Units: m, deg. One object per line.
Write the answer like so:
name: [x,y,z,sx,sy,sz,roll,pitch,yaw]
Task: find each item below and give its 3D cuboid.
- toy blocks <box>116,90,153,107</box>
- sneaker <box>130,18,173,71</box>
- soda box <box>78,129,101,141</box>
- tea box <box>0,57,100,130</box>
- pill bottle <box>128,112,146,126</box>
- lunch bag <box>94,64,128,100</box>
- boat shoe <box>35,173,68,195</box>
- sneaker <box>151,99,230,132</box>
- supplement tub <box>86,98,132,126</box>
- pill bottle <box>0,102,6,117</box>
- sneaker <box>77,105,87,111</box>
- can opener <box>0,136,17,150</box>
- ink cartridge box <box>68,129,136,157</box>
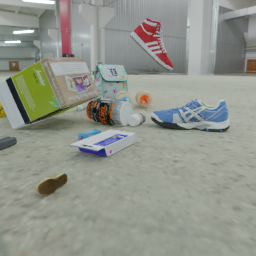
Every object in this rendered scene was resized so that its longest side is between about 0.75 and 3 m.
toy blocks: [0.354,-1.433,14.608,1.958,0.853,2.349,-1,14,-3]
sneaker: [1.359,-3.666,12.074,2.395,1.347,0.853,44,15,-1]
soda box: [-1.219,0.241,8.969,0.257,0.244,0.759,12,17,40]
tea box: [-2.970,-1.396,10.767,2.620,1.779,2.663,-20,6,22]
pill bottle: [0.345,-0.335,10.883,0.464,0.464,0.814,7,15,27]
lunch bag: [-1.046,-2.747,17.039,1.924,2.259,1.377,-8,15,-34]
boat shoe: [-1.523,1.087,5.439,0.273,0.301,0.845,-1,4,24]
sneaker: [2.269,-0.536,10.373,2.855,1.100,1.081,2,15,12]
supplement tub: [-0.753,-0.646,11.005,1.647,1.009,1.009,7,15,29]
pill bottle: [-5.402,-0.968,12.564,1.615,0.911,0.911,-2,14,-11]
sneaker: [-2.327,-1.031,14.114,0.501,0.305,0.768,-4,15,-10]
can opener: [-3.752,0.436,7.755,0.400,0.505,1.519,5,10,24]
ink cartridge box: [-0.656,0.435,7.931,0.953,0.373,2.012,8,14,29]
